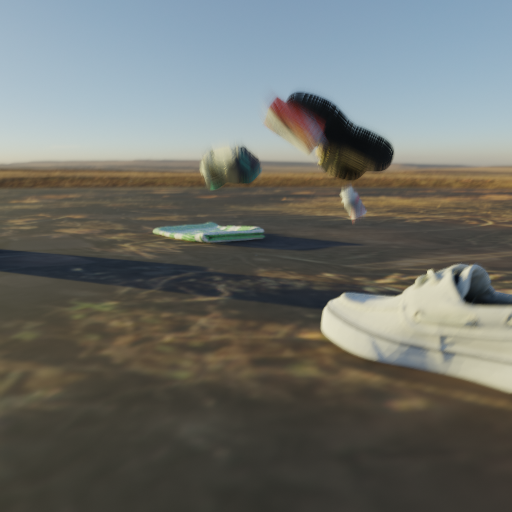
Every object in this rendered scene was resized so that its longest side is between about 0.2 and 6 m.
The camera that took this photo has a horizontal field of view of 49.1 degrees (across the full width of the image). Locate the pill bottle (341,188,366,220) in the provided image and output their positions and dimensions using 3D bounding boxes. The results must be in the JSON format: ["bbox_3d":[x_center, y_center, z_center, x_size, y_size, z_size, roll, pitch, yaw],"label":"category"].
[{"bbox_3d":[2.027,-1.100,11.757,0.339,0.612,0.339,-29,2,1],"label":"pill bottle"}]

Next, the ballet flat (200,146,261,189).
[{"bbox_3d":[-0.610,-1.719,10.595,0.755,0.755,2.068,-4,5,-26],"label":"ballet flat"}]

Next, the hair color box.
[{"bbox_3d":[0.574,-1.998,8.685,0.889,0.284,0.493,33,-18,3],"label":"hair color box"}]

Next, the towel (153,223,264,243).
[{"bbox_3d":[-1.034,-0.520,12.052,1.606,0.246,2.105,-7,11,-35],"label":"towel"}]

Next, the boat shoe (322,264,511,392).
[{"bbox_3d":[1.474,0.436,4.061,0.832,0.760,2.313,-8,12,-41],"label":"boat shoe"}]

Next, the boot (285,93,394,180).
[{"bbox_3d":[1.611,-2.475,12.158,2.484,0.909,1.870,26,-4,-3],"label":"boot"}]
